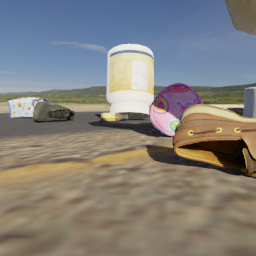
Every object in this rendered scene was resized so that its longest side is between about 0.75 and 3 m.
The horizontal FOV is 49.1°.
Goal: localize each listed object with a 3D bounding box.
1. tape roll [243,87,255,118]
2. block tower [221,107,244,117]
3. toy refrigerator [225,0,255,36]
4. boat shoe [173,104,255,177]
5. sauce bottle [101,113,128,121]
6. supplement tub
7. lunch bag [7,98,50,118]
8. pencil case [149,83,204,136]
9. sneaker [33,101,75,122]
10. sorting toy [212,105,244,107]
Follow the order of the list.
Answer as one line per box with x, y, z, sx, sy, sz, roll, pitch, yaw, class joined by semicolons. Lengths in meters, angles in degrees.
1.940;-0.052;3.177;1.193;0.819;1.193;0;5;0;tape roll
2.770;-0.293;7.723;2.089;0.604;0.564;-1;5;-34;block tower
1.135;-1.913;2.303;0.845;2.226;0.779;-36;37;2;toy refrigerator
1.144;0.207;2.421;1.577;0.568;0.532;11;42;27;boat shoe
-0.521;-0.408;10.651;1.019;0.336;0.336;2;5;-4;sauce bottle
0.082;-1.811;11.495;1.953;2.704;1.953;1;-8;0;supplement tub
-4.693;-0.983;13.517;1.397;1.018;1.644;1;13;10;lunch bag
1.058;-0.385;6.275;1.095;1.095;2.506;1;5;6;pencil case
-2.709;-0.572;10.403;0.918;0.768;2.022;11;11;19;sneaker
3.740;-0.658;11.717;1.795;0.628;1.805;0;5;-8;sorting toy
